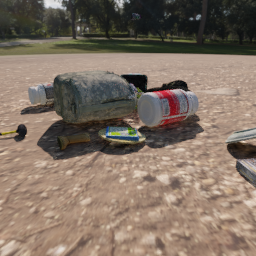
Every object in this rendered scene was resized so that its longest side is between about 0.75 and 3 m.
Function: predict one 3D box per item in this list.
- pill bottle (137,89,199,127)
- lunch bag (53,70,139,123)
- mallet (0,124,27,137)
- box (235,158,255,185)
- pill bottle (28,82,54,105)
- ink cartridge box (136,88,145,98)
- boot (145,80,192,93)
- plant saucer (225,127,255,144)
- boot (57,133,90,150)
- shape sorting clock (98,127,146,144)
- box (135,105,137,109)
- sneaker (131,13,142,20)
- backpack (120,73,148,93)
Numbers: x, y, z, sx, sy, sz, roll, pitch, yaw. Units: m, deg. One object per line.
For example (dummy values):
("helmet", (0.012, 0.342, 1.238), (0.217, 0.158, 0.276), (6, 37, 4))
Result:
("pill bottle", (1.679, -0.870, 11.363), (2.368, 1.329, 1.329), (-11, 22, -31))
("lunch bag", (-1.311, -1.204, 11.406), (2.878, 2.006, 2.414), (-11, 27, -32))
("mallet", (-4.357, 0.237, 9.831), (1.618, 0.333, 0.533), (-16, 28, -27))
("box", (3.445, 1.129, 7.179), (0.863, 0.263, 1.090), (-4, 19, -10))
("pill bottle", (-4.050, -1.773, 14.377), (1.876, 1.092, 1.092), (-13, 23, -33))
("ink cartridge box", (0.183, -1.520, 13.529), (1.113, 0.570, 1.505), (7, -5, 21))
("boot", (2.542, -1.739, 14.184), (2.970, 1.117, 2.220), (17, 25, 41))
("plant saucer", (3.757, 0.213, 8.904), (1.342, 0.337, 1.342), (-11, -6, -1))
("boot", (-1.754, 0.391, 9.225), (1.046, 0.346, 0.916), (-6, 20, -19))
("shape sorting clock", (-0.203, 0.264, 9.598), (1.631, 0.320, 1.631), (3, 15, -1))
("box", (0.075, -1.054, 13.644), (0.817, 0.198, 0.479), (9, 21, 19))
("sneaker", (0.434, -5.569, 14.011), (0.372, 0.316, 0.850), (15, 32, 14))
("backpack", (0.203, -2.238, 15.146), (1.663, 1.462, 1.275), (2, 13, 1))
